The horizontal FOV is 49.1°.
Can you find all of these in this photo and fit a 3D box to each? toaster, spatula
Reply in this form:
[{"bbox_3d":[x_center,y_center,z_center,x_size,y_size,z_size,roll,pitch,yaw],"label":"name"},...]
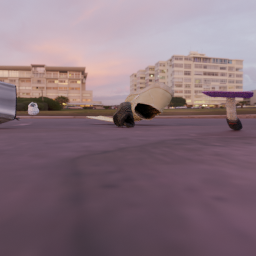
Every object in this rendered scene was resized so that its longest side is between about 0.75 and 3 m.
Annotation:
[{"bbox_3d":[-3.128,-0.588,6.746,1.022,0.924,0.607,-10,-12,34],"label":"toaster"},{"bbox_3d":[1.833,-0.280,4.950,0.717,0.261,2.536,5,-13,25],"label":"spatula"}]

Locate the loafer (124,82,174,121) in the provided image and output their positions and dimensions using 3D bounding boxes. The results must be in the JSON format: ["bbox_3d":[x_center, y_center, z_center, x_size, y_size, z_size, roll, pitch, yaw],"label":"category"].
[{"bbox_3d":[0.483,-0.722,9.668,1.028,0.927,2.716,34,-26,-14],"label":"loafer"}]

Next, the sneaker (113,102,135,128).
[{"bbox_3d":[-0.126,-0.181,7.476,0.415,0.622,1.087,-2,-25,-20],"label":"sneaker"}]

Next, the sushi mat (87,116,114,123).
[{"bbox_3d":[-0.804,-0.338,10.580,1.572,0.095,0.752,10,12,44],"label":"sushi mat"}]

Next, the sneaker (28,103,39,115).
[{"bbox_3d":[-3.148,-0.672,9.372,0.359,0.348,0.984,7,8,-20],"label":"sneaker"}]
